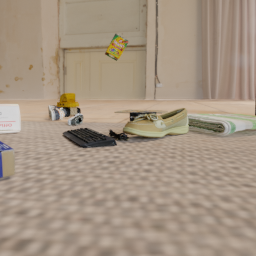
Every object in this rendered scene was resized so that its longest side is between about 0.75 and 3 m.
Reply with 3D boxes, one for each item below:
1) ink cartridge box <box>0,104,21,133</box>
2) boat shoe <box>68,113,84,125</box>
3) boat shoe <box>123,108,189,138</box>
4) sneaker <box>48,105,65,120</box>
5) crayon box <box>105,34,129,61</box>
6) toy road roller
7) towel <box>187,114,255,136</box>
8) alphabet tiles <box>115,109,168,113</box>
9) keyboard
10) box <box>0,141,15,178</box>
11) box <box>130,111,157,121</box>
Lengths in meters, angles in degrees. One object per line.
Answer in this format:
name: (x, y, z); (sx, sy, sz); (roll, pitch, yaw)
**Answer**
ink cartridge box: (-3.699, -0.302, 7.904); (1.240, 0.713, 2.118); (-3, 8, -22)
boat shoe: (-1.654, -0.242, 9.303); (0.331, 0.337, 0.934); (11, 20, 13)
boat shoe: (0.729, -0.154, 6.739); (2.115, 0.665, 0.771); (-3, 8, -40)
sneaker: (-2.838, -0.591, 11.068); (0.531, 0.525, 1.338); (-8, 21, -21)
crayon box: (-0.393, -2.725, 9.549); (0.511, 0.806, 0.205); (25, 23, -16)
toy road roller: (-2.820, -1.053, 12.583); (1.420, 1.037, 0.873); (5, 9, 36)
towel: (3.095, -0.115, 8.132); (2.955, 0.454, 2.204); (-1, 9, -28)
alphabet tiles: (0.807, -0.893, 15.142); (2.475, 0.093, 2.069); (2, 7, 21)
keyboard: (-0.718, 0.164, 6.374); (1.236, 0.200, 1.945); (-3, 9, -24)
box: (-2.783, 0.436, 3.322); (2.424, 0.393, 1.468); (-3, 7, -35)
box: (0.561, -0.423, 10.369); (0.654, 0.344, 0.798); (7, 10, 44)
